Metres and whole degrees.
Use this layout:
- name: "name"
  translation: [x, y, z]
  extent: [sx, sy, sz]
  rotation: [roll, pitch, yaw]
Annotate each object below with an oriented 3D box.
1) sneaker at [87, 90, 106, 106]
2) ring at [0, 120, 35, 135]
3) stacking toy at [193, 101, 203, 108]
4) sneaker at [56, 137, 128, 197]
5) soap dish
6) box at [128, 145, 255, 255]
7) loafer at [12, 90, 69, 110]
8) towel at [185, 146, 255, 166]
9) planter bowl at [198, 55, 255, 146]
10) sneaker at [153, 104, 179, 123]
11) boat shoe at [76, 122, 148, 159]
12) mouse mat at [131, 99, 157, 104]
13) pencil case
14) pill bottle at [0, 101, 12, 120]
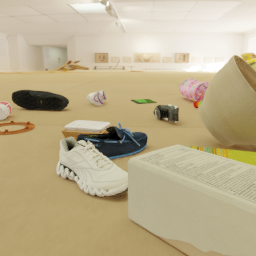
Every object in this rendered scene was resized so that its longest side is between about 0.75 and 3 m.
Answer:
- name: "sneaker"
  translation: [-1.446, -1.234, 12.152]
  extent: [0.823, 0.619, 1.652]
  rotation: [-13, 9, 9]
- name: "ring"
  translation: [-3.375, -0.038, 7.975]
  extent: [1.386, 0.133, 1.386]
  rotation: [1, 14, 0]
- name: "stacking toy"
  translation: [2.924, -0.880, 10.912]
  extent: [0.465, 0.465, 1.089]
  rotation: [-5, 8, -19]
- name: "sneaker"
  translation: [-0.593, 0.579, 4.419]
  extent: [1.644, 0.666, 0.618]
  rotation: [14, 18, 40]
- name: "soap dish"
  translation: [-0.971, 0.098, 6.832]
  extent: [1.019, 0.414, 0.802]
  rotation: [3, 14, 15]
- name: "box"
  translation: [1.026, 0.855, 2.929]
  extent: [0.995, 0.815, 2.096]
  rotation: [-12, 18, -39]
- name: "loafer"
  translation: [-3.424, -1.075, 10.980]
  extent: [2.257, 0.766, 0.792]
  rotation: [7, 10, 9]
- name: "towel"
  translation: [2.106, 0.708, 4.874]
  extent: [2.658, 0.240, 1.144]
  rotation: [5, 20, 14]
- name: "planter bowl"
  translation: [2.435, -0.411, 6.187]
  extent: [1.331, 1.978, 1.978]
  rotation: [-41, -11, 32]
- name: "sneaker"
  translation: [1.190, -0.462, 8.944]
  extent: [0.724, 0.532, 1.600]
  rotation: [-3, 10, -1]
- name: "boat shoe"
  translation: [-0.240, 0.254, 5.782]
  extent: [0.750, 0.611, 1.781]
  rotation: [13, 19, 42]
- name: "mouse mat"
  translation: [0.714, -1.245, 13.029]
  extent: [0.969, 0.045, 1.205]
  rotation: [-4, 14, -16]
- name: "pencil case"
  translation: [3.181, -1.758, 13.066]
  extent: [1.059, 1.059, 2.423]
  rotation: [-1, 15, -6]
- name: "pill bottle"
  translation: [-4.195, -0.572, 9.280]
  extent: [0.532, 0.532, 0.948]
  rotation: [-3, 14, -12]
